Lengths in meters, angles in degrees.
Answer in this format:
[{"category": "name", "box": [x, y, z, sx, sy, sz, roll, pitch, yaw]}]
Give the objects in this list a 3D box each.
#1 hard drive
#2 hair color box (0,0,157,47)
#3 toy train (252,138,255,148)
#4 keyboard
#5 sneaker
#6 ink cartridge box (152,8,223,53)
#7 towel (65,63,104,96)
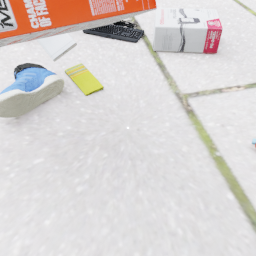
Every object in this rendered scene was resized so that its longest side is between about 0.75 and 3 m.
[{"category": "hard drive", "box": [-2.100, -2.539, 7.804, 0.807, 0.163, 1.224, -39, 78, -4]}, {"category": "hair color box", "box": [-1.178, -2.051, 4.626, 2.966, 0.948, 1.645, -27, 23, -32]}, {"category": "toy train", "box": [3.715, 0.369, 6.836, 1.317, 0.366, 0.989, 12, 48, 16]}, {"category": "keyboard", "box": [-0.545, -4.042, 11.151, 2.383, 0.472, 1.240, 15, 47, 14]}, {"category": "sneaker", "box": [-3.048, -1.152, 7.944, 1.240, 0.856, 2.230, 36, 51, 23]}, {"category": "ink cartridge box", "box": [2.109, -3.637, 10.360, 2.340, 0.976, 1.700, 4, 45, 4]}, {"category": "towel", "box": [-1.413, -1.553, 8.910, 0.663, 0.139, 1.541, -28, 52, -19]}]
